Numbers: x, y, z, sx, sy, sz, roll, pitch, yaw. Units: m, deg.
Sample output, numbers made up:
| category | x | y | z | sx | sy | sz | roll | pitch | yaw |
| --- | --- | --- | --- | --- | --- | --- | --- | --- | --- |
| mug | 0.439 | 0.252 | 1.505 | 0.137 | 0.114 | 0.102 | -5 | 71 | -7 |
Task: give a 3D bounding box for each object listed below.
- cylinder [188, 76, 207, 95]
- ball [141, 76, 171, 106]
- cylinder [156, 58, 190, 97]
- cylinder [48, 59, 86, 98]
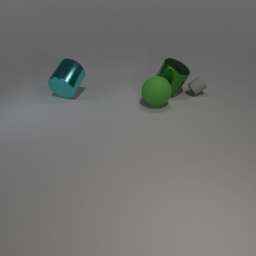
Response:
| category | x | y | z | sx | sy | sz | roll | pitch | yaw |
| --- | --- | --- | --- | --- | --- | --- | --- | --- | --- |
| cylinder | 3.492 | -2.133 | 14.121 | 0.700 | 0.700 | 0.700 | -36 | 33 | 10 |
| ball | 1.321 | -1.716 | 13.059 | 1.400 | 1.400 | 1.400 | 0 | 33 | 0 |
| cylinder | 2.145 | -2.514 | 13.964 | 1.400 | 1.400 | 1.400 | 18 | 38 | -15 |
| cylinder | -3.004 | -2.438 | 13.813 | 1.400 | 1.400 | 1.400 | 12 | 58 | 17 |
